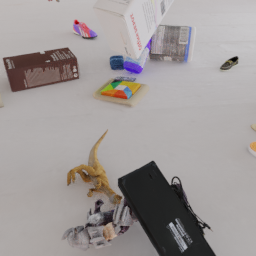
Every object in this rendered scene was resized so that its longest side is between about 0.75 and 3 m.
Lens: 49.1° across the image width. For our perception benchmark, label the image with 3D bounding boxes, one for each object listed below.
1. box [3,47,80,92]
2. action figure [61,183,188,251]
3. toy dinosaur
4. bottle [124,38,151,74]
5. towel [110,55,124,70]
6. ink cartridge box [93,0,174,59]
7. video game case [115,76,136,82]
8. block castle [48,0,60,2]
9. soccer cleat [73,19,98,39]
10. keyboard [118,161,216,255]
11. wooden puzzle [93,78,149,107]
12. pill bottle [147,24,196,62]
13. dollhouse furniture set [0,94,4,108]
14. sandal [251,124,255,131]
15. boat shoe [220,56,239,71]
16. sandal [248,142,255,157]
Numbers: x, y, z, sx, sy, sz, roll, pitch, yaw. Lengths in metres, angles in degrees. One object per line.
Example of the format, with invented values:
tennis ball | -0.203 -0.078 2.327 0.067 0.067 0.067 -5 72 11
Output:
box | -3.387 -2.348 11.007 2.650 0.993 1.327 -18 40 -19
action figure | -0.099 1.656 5.393 2.531 0.878 1.647 -12 -2 -33
toy dinosaur | -0.829 1.036 6.825 1.237 0.704 2.330 1 42 -26
bottle | 0.488 -3.264 11.579 0.822 1.969 0.643 20 -4 19
towel | -0.483 -2.914 12.341 0.638 0.277 1.143 -4 37 -4
ink cartridge box | 0.310 -4.012 8.999 1.177 2.030 2.803 25 76 22
video game case | -0.096 -1.937 11.077 0.762 0.072 0.544 8 22 11
block castle | -1.692 -4.044 7.407 1.493 0.700 0.997 -44 25 11
soccer cleat | -2.394 -5.391 15.333 0.662 0.711 1.942 -28 44 -32
keyboard | 0.842 1.888 4.970 1.386 0.528 2.663 -18 71 -44
wooden puzzle | -0.229 -1.389 10.244 1.661 0.309 1.536 16 39 20
pill bottle | 1.571 -3.832 12.525 2.700 1.536 1.536 7 37 9
dollhouse furniture set | -4.961 -1.474 9.307 1.085 1.549 1.092 -18 40 -23
sandal | 4.247 0.037 8.222 0.455 0.408 1.241 -22 42 -27
boat shoe | 4.368 -2.779 12.077 1.228 0.370 0.438 -31 46 -35
sandal | 4.317 0.655 7.183 2.241 0.642 0.858 16 39 20
